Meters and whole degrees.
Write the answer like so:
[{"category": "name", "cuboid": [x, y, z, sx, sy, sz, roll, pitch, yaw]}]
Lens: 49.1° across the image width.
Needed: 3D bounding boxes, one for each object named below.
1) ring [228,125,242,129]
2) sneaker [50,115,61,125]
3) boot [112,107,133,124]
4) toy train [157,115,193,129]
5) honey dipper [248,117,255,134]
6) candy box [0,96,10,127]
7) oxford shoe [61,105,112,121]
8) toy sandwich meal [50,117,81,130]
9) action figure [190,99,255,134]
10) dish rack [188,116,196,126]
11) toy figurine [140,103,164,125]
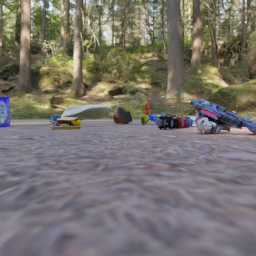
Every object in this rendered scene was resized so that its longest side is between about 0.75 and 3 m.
[{"category": "ring", "cuboid": [5.125, -0.102, 11.364, 2.441, 0.234, 2.441, 1, 2, 0]}, {"category": "sneaker", "cuboid": [-3.367, -0.338, 14.670, 1.490, 0.574, 0.635, 8, -6, 13]}, {"category": "boot", "cuboid": [-0.537, -0.621, 17.782, 1.099, 1.072, 2.912, -17, -7, 11]}, {"category": "toy train", "cuboid": [1.965, -0.233, 11.008, 0.684, 0.509, 2.986, 5, 5, 28]}, {"category": "honey dipper", "cuboid": [3.102, 0.024, 6.368, 0.439, 0.439, 2.309, 1, 6, 15]}, {"category": "candy box", "cuboid": [-5.996, -0.714, 12.105, 0.623, 1.367, 1.617, 1, 2, 35]}, {"category": "oxford shoe", "cuboid": [-1.937, -0.784, 12.951, 2.369, 0.684, 0.891, -10, -42, 6]}, {"category": "toy sandwich meal", "cuboid": [-2.302, -0.184, 10.476, 1.278, 0.438, 1.278, 0, 2, 0]}, {"category": "action figure", "cuboid": [2.581, -0.123, 7.588, 1.785, 0.965, 1.845, -11, 33, -39]}, {"category": "dish rack", "cuboid": [3.238, -0.360, 14.457, 2.042, 0.518, 2.379, -2, 2, -29]}, {"category": "toy figurine", "cuboid": [1.605, -0.751, 15.968, 1.453, 1.280, 2.426, 6, 4, 12]}]
